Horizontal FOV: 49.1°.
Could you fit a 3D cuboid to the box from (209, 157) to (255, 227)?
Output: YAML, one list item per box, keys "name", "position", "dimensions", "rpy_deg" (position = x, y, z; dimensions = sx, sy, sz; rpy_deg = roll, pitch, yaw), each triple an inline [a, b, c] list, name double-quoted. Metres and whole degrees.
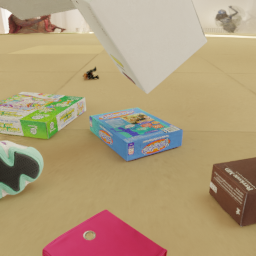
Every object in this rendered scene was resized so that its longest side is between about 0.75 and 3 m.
- name: "box"
  position: [2.366, 0.922, 4.610]
  dimensions: [1.784, 0.669, 0.893]
  rpy_deg: [-8, 24, -15]

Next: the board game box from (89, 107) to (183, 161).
- name: "board game box"
  position: [0.123, 0.052, 6.929]
  dimensions: [1.517, 0.449, 1.994]
  rpy_deg: [-12, 26, -27]

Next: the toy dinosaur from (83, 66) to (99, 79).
- name: "toy dinosaur"
  position: [-1.793, -2.453, 13.093]
  dimensions: [0.761, 0.573, 1.121]
  rpy_deg: [-10, 39, 13]

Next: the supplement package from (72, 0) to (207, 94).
- name: "supplement package"
  position: [0.255, -2.187, 5.602]
  dimensions: [1.758, 2.257, 1.251]
  rpy_deg: [-41, 43, -2]

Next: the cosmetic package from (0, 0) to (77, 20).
- name: "cosmetic package"
  position: [-2.110, -3.698, 6.875]
  dimensions: [2.834, 1.150, 1.599]
  rpy_deg: [3, -7, 23]

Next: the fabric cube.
- name: "fabric cube"
  position: [-0.228, 1.538, 2.817]
  dimensions: [0.882, 0.885, 0.868]
  rpy_deg: [21, 29, 40]

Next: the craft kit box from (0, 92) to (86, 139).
- name: "craft kit box"
  position: [-2.749, -0.457, 8.117]
  dimensions: [2.326, 0.564, 2.297]
  rpy_deg: [6, 26, 15]

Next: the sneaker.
- name: "sneaker"
  position: [-3.002, 0.483, 5.092]
  dimensions: [2.761, 1.073, 1.931]
  rpy_deg: [-6, 24, -16]
